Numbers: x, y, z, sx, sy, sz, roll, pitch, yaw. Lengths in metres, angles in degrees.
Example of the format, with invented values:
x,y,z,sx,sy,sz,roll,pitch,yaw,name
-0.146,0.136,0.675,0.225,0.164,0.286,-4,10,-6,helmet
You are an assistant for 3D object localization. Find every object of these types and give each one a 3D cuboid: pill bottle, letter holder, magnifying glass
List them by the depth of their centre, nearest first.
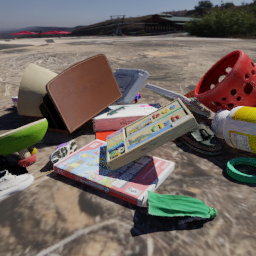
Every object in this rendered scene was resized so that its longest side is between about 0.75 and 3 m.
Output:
x,y,z,sx,sy,sz,roll,pitch,yaw,name
4.163,1.116,8.096,2.680,0.300,1.067,-3,23,-9,magnifying glass
4.045,0.073,8.867,1.419,1.419,2.721,-15,19,-31,pill bottle
-1.931,-1.411,10.617,1.432,2.024,2.848,5,36,46,letter holder

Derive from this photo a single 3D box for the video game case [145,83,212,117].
x,y,z,sx,sy,sz,roll,pitch,yaw,name
2.204,-1.227,12.342,2.160,0.262,2.372,21,6,-39,video game case

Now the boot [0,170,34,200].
x,y,z,sx,sy,sz,roll,pitch,yaw,name
-2.999,1.339,7.149,0.461,0.599,1.254,16,28,32,boot

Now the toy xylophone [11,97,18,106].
x,y,z,sx,sy,sz,roll,pitch,yaw,name
-4.567,-1.511,13.892,1.651,0.567,2.255,4,24,7,toy xylophone

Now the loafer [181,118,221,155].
x,y,z,sx,sy,sz,roll,pitch,yaw,name
2.301,0.044,9.884,0.956,0.837,2.662,-9,25,-19,loafer

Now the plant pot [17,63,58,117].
x,y,z,sx,sy,sz,roll,pitch,yaw,name
-3.170,-1.389,12.002,2.383,2.232,2.232,13,22,-7,plant pot

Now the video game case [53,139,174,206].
x,y,z,sx,sy,sz,roll,pitch,yaw,name
-0.382,1.124,8.050,2.865,0.250,2.048,14,27,29,video game case

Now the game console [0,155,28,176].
x,y,z,sx,sy,sz,roll,pitch,yaw,name
-3.582,1.139,8.184,0.846,0.173,1.434,-18,30,-36,game console

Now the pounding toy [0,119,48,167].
x,y,z,sx,sy,sz,roll,pitch,yaw,name
-3.356,0.636,8.386,2.391,1.110,1.846,-18,9,19,pounding toy

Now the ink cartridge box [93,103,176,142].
x,y,z,sx,sy,sz,roll,pitch,yaw,name
0.128,-0.218,10.783,2.915,0.635,2.530,-4,23,-8,ink cartridge box

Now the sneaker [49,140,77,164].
x,y,z,sx,sy,sz,roll,pitch,yaw,name
-2.086,0.805,8.736,0.564,0.545,1.351,-9,11,17,sneaker

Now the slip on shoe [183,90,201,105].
x,y,z,sx,sy,sz,roll,pitch,yaw,name
2.951,-1.412,12.901,0.706,0.583,1.907,23,0,-11,slip on shoe

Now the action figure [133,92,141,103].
x,y,z,sx,sy,sz,roll,pitch,yaw,name
0.439,-1.633,14.535,0.439,0.346,1.340,2,20,11,action figure

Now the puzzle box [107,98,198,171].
x,y,z,sx,sy,sz,roll,pitch,yaw,name
0.575,0.111,8.112,2.621,0.333,1.744,-29,21,7,puzzle box

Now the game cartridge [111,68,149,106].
x,y,z,sx,sy,sz,roll,pitch,yaw,name
-0.301,-1.914,13.269,1.932,0.587,2.898,-53,29,-6,game cartridge

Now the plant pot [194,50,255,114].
x,y,z,sx,sy,sz,roll,pitch,yaw,name
4.159,-1.437,10.960,2.202,2.418,2.418,40,19,-13,plant pot

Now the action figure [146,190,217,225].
x,y,z,sx,sy,sz,roll,pitch,yaw,name
1.213,1.812,6.265,1.591,0.435,0.940,8,22,0,action figure
